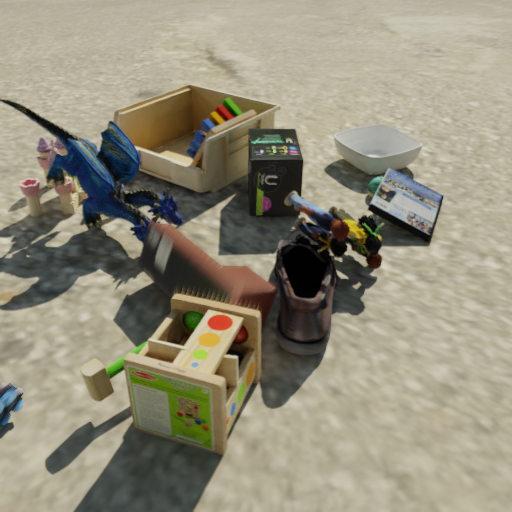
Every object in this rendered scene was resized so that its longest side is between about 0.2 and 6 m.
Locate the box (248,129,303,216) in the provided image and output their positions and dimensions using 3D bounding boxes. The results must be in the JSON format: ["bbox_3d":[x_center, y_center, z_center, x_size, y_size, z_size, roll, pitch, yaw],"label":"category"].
[{"bbox_3d":[0.384,-1.886,12.425,1.143,1.366,1.839,-1,33,-2],"label":"box"}]

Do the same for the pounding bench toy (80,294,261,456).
[{"bbox_3d":[-1.100,1.399,7.603,2.054,1.276,1.602,11,35,16],"label":"pounding bench toy"}]

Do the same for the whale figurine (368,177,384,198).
[{"bbox_3d":[2.927,-1.505,12.665,0.693,0.452,0.871,-18,32,-25],"label":"whale figurine"}]

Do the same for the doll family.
[{"bbox_3d":[1.495,-0.406,9.867,2.390,0.938,1.382,7,28,-38],"label":"doll family"}]

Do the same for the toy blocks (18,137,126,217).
[{"bbox_3d":[-4.055,-2.032,12.394,1.979,1.666,1.849,-2,33,-3],"label":"toy blocks"}]

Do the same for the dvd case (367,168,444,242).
[{"bbox_3d":[3.251,-1.141,12.020,1.401,0.172,1.963,30,39,6],"label":"dvd case"}]

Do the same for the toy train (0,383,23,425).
[{"bbox_3d":[-3.457,2.019,7.372,0.458,0.347,0.801,25,60,26],"label":"toy train"}]

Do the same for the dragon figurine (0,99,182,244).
[{"bbox_3d":[-3.083,-1.787,10.960,2.035,4.094,1.205,-23,14,47],"label":"dragon figurine"}]

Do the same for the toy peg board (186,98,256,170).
[{"bbox_3d":[-1.045,-2.953,13.533,0.773,1.581,1.575,48,50,6],"label":"toy peg board"}]

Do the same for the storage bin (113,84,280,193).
[{"bbox_3d":[-1.509,-3.030,14.110,3.048,1.428,3.026,23,39,29],"label":"storage bin"}]

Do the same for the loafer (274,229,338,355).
[{"bbox_3d":[0.863,0.280,9.502,1.147,1.005,3.190,2,33,3],"label":"loafer"}]

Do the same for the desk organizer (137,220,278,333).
[{"bbox_3d":[-0.874,0.344,9.300,0.971,0.904,2.521,3,24,-43],"label":"desk organizer"}]

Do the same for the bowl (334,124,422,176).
[{"bbox_3d":[3.041,-2.651,14.223,1.810,0.675,1.807,-16,37,-24],"label":"bowl"}]
